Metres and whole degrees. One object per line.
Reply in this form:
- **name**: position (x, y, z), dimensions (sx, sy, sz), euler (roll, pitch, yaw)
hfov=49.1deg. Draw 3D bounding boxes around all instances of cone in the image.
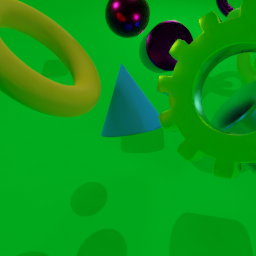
- **cone**: position (-0.007, -0.465, 4.234), dimensions (1.002, 1.006, 1.002), euler (-10, 8, 1)

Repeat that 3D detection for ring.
- **ring**: position (-1.003, -0.819, 3.173), dimensions (1.680, 0.336, 1.680), euler (36, 29, -23)

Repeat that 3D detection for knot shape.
- **knot shape**: position (2.968, -1.841, 6.246), dimensions (1.740, 0.859, 1.859), euler (-29, 95, -47)
- **knot shape**: position (3.635, -4.109, 7.841), dimensions (1.947, 2.080, 0.961), euler (-3, 50, -8)

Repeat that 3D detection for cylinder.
- **cylinder**: position (0.875, -1.882, 6.667), dimensions (1.088, 1.088, 1.088), euler (-6, 9, -6)
- **cylinder**: position (2.127, 0.026, 4.472), dimensions (1.165, 1.165, 1.165), euler (42, 52, -6)

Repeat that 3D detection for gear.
- **gear**: position (1.220, -0.396, 3.045), dimensions (1.857, 1.857, 0.343), euler (37, 15, 30)

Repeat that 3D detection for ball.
- **ball**: position (-0.009, -1.917, 4.728), dimensions (0.765, 0.765, 0.765), euler (0, 46, 0)
